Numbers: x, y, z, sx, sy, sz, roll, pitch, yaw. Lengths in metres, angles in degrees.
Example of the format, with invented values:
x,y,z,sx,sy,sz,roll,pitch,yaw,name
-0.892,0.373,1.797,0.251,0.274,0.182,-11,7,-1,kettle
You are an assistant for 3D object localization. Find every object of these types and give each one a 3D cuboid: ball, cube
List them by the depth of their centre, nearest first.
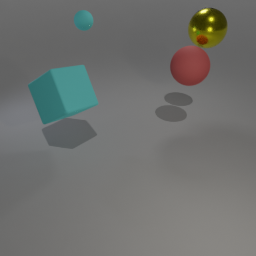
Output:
x,y,z,sx,sy,sz,roll,pitch,yaw,name
-2.092,-1.088,9.106,1.400,1.400,1.400,-18,4,40,cube
2.211,-2.209,9.996,1.400,1.400,1.400,0,31,0,ball
-1.613,-3.907,10.182,0.700,0.700,0.700,0,31,0,ball
2.903,-3.633,10.231,1.400,1.400,1.400,0,31,0,ball
